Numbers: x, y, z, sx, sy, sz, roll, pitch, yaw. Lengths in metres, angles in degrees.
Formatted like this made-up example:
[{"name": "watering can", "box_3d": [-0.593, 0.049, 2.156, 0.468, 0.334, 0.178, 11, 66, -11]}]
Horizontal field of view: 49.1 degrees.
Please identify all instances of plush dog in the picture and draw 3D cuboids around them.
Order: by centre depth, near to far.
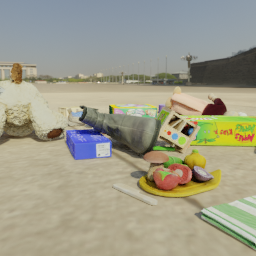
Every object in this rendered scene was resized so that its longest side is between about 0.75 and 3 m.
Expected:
[{"name": "plush dog", "box_3d": [-3.439, -0.494, 8.554, 2.753, 2.209, 2.365, -5, -13, -26]}]

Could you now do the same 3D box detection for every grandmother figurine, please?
[{"name": "grandmother figurine", "box_3d": [2.758, -0.564, 9.935, 2.875, 1.744, 0.871, 22, -15, 32]}]

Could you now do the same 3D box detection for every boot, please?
[{"name": "boot", "box_3d": [-0.376, -0.046, 6.778, 1.693, 0.877, 2.591, 20, -4, -17]}]

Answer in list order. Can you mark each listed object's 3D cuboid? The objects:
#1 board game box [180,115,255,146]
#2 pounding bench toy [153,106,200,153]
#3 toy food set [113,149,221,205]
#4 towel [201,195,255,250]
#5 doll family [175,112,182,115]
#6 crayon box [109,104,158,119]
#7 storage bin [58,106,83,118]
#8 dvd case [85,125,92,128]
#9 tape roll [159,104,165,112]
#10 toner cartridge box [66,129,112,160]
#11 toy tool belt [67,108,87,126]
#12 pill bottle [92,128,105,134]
[{"name": "board game box", "box_3d": [2.981, 0.051, 8.197, 2.886, 0.687, 1.466, 1, 9, 4]}, {"name": "pounding bench toy", "box_3d": [1.057, 0.252, 7.040, 0.955, 1.224, 0.760, 31, 4, -14]}, {"name": "toy food set", "box_3d": [0.752, 0.676, 4.638, 1.793, 0.586, 1.055, -6, 11, -33]}, {"name": "towel", "box_3d": [1.645, 1.107, 3.438, 1.216, 0.142, 0.928, -4, 10, -29]}, {"name": "doll family", "box_3d": [2.724, -0.530, 11.383, 2.454, 0.963, 1.419, 2, 4, -23]}, {"name": "crayon box", "box_3d": [0.208, -0.812, 13.784, 2.090, 0.609, 1.803, -2, 11, -11]}, {"name": "storage bin", "box_3d": [-2.983, -0.850, 14.496, 1.007, 0.472, 1.000, -8, 12, -39]}, {"name": "dvd case", "box_3d": [-0.234, -0.123, 10.792, 2.324, 0.186, 1.728, 9, 14, 36]}, {"name": "tape roll", "box_3d": [2.304, -1.068, 15.760, 1.158, 0.492, 1.158, -1, 10, 0]}, {"name": "toner cartridge box", "box_3d": [-1.057, 0.368, 7.149, 0.869, 0.395, 1.830, -1, 10, -18]}, {"name": "toy tool belt", "box_3d": [-1.849, -0.473, 11.287, 1.195, 0.734, 0.746, -4, 10, -22]}, {"name": "pill bottle", "box_3d": [-0.684, -0.089, 9.436, 1.026, 0.576, 0.576, -1, 9, -1]}]
